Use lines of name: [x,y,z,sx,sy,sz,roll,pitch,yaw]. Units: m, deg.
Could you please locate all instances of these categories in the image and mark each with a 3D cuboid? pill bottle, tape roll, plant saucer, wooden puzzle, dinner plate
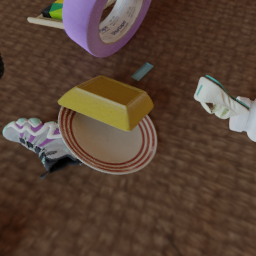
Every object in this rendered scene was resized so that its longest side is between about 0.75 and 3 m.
pill bottle: [3.822,-0.156,7.095,2.205,1.235,1.235,12,58,8]
tape roll: [-0.501,-3.606,8.236,0.969,2.955,2.955,39,65,14]
plant saucer: [-0.455,-0.813,7.385,2.023,0.490,2.022,22,29,13]
wooden puzzle: [-1.758,-4.288,9.684,2.654,0.534,2.869,25,57,40]
dinner plate: [-0.479,0.053,7.125,2.605,0.316,2.605,15,48,-17]
plant saucer: [0.462,-1.769,8.825,0.280,0.076,0.802,34,64,20]

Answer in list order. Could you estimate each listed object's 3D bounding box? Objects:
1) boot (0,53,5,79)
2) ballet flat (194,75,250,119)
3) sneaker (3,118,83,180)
boot: [-2.781,-1.696,5.257,0.725,1.926,1.440,19,13,-6]
ballet flat: [1.571,-0.426,4.768,0.507,1.459,0.507,-19,62,40]
sneaker: [-2.113,0.561,6.867,2.141,0.832,1.498,0,56,1]
